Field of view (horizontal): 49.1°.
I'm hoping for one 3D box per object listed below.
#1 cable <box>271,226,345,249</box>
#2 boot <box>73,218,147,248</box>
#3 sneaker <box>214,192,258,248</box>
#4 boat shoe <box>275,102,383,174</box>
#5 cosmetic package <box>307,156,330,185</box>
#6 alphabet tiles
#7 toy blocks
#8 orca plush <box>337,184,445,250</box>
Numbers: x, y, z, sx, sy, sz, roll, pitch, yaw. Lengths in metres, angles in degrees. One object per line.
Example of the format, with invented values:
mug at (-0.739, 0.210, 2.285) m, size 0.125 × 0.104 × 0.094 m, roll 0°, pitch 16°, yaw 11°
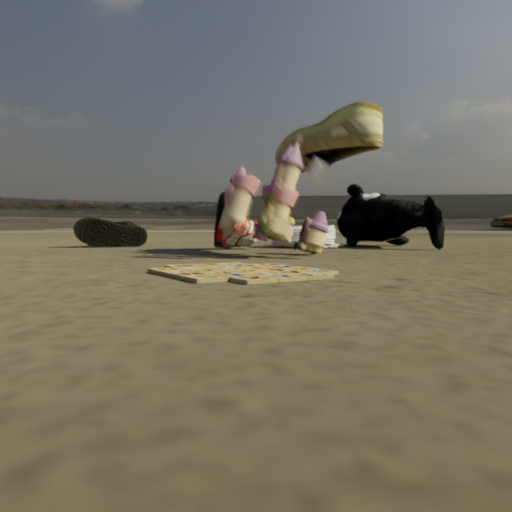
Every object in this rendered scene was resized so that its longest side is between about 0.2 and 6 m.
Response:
cable at (1.243, -0.502, 14.621) m, size 1.684 × 0.583 × 1.683 m, roll -2°, pitch 4°, yaw -26°
boot at (-4.040, -0.647, 15.295) m, size 1.987 × 0.748 × 1.486 m, roll 10°, pitch 5°, yaw -27°
sneaker at (-0.407, -0.831, 13.248) m, size 1.049 × 0.653 × 1.956 m, roll 1°, pitch -32°, yaw -9°
boat shoe at (1.386, -2.103, 11.219) m, size 1.022 × 0.882 × 2.803 m, roll 9°, pitch -18°, yaw -38°
cosmetic package at (1.200, -1.658, 10.852) m, size 0.268 × 0.382 × 0.753 m, roll 24°, pitch 19°, yaw -6°
alphabet tiles at (-0.194, 0.199, 7.097) m, size 1.945 × 0.074 × 2.337 m, roll -2°, pitch 4°, yaw -30°
toy blocks at (0.528, -1.178, 10.612) m, size 2.107 × 1.774 × 1.969 m, roll 16°, pitch -5°, yaw -9°
orca plush at (3.173, -0.585, 14.834) m, size 2.223 × 1.502 × 4.225 m, roll 50°, pitch -13°, yaw -30°
